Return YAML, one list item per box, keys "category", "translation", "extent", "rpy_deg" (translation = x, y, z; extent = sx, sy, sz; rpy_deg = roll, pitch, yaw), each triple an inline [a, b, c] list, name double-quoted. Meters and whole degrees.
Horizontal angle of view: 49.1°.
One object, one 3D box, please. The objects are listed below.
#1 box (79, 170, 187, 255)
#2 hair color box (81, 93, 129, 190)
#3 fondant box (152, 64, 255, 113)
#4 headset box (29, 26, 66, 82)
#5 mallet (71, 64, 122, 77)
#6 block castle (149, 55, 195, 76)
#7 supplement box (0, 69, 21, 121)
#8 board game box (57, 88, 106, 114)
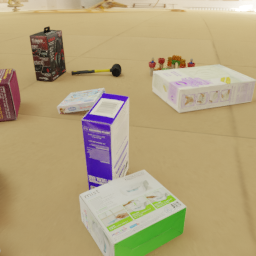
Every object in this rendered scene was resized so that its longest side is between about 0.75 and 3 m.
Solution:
- category: "box"
  translation: [0.053, 1.443, 4.741]
  extent: [1.382, 0.668, 1.220]
  rpy_deg: [-17, 32, -29]
- category: "hair color box"
  translation: [-0.380, 0.376, 5.404]
  extent: [0.595, 1.835, 1.003]
  rpy_deg: [9, 36, 15]
- category: "fondant box"
  translation: [2.666, -1.530, 10.189]
  extent: [2.976, 0.867, 2.147]
  rpy_deg: [-10, 30, -17]
- category: "headset box"
  translation: [-3.433, -3.275, 12.143]
  extent: [0.796, 2.123, 1.578]
  rpy_deg: [5, 27, 10]
- category: "mallet"
  translation: [-1.405, -2.630, 12.825]
  extent: [2.295, 0.472, 0.756]
  rpy_deg: [0, 28, 8]
- category: "block castle"
  translation: [1.948, -2.709, 12.432]
  extent: [1.835, 0.861, 1.226]
  rpy_deg: [18, 32, 30]
- category: "supplement box"
  translation: [-4.747, -0.986, 8.728]
  extent: [2.417, 1.247, 1.582]
  rpy_deg: [-6, 28, -12]
- category: "board game box"
  translation: [-1.521, -0.930, 9.398]
  extent: [1.310, 0.270, 1.307]
  rpy_deg: [-6, 26, 15]
